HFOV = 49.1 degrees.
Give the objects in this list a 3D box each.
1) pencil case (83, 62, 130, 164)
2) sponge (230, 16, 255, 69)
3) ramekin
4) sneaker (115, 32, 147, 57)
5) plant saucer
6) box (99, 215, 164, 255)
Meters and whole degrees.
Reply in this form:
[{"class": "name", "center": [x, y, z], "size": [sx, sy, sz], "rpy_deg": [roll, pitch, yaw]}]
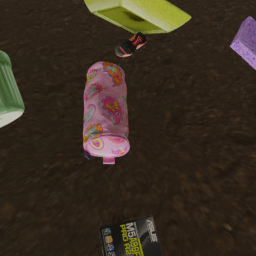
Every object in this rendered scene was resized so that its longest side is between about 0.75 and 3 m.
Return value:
[{"class": "pencil case", "center": [-0.509, -0.429, 6.584], "size": [1.066, 1.066, 2.438], "rpy_deg": [-3, 55, -3]}, {"class": "sponge", "center": [2.924, -1.489, 5.851], "size": [1.682, 0.251, 0.938], "rpy_deg": [38, 59, -10]}, {"class": "ramekin", "center": [-2.647, -0.360, 4.387], "size": [1.980, 1.980, 0.967], "rpy_deg": [-25, 94, -19]}, {"class": "sneaker", "center": [0.020, -1.753, 6.166], "size": [0.975, 0.423, 0.359], "rpy_deg": [-41, 98, -38]}, {"class": "plant saucer", "center": [0.090, -2.988, 7.250], "size": [2.212, 0.530, 2.216], "rpy_deg": [14, 6, -35]}, {"class": "box", "center": [0.085, 1.930, 4.143], "size": [0.868, 0.240, 1.083], "rpy_deg": [-8, 58, -11]}]
